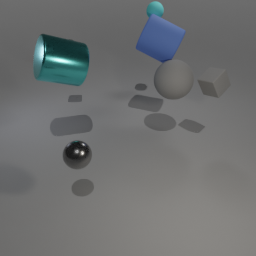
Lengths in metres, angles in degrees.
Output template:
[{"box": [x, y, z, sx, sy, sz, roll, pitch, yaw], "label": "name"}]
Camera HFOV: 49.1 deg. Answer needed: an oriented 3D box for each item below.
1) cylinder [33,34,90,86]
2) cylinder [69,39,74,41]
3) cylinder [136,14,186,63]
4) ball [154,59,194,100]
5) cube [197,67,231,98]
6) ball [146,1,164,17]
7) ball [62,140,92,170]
[{"box": [-2.113, -2.097, 8.803, 1.400, 1.400, 1.400, 4, 26, -31], "label": "cylinder"}, {"box": [-2.431, -3.169, 11.582, 0.700, 0.700, 0.700, -3, 66, -5], "label": "cylinder"}, {"box": [1.207, -3.298, 10.493, 1.400, 1.400, 1.400, 27, 33, -2], "label": "cylinder"}, {"box": [1.614, -1.704, 9.908, 1.400, 1.400, 1.400, 0, 31, 0], "label": "ball"}, {"box": [2.933, -1.555, 9.541, 0.700, 0.700, 0.700, -45, 37, -15], "label": "cube"}, {"box": [1.095, -4.752, 11.366, 0.700, 0.700, 0.700, 0, 31, 0], "label": "ball"}, {"box": [-1.216, 0.645, 6.733, 0.700, 0.700, 0.700, 0, 31, 0], "label": "ball"}]
